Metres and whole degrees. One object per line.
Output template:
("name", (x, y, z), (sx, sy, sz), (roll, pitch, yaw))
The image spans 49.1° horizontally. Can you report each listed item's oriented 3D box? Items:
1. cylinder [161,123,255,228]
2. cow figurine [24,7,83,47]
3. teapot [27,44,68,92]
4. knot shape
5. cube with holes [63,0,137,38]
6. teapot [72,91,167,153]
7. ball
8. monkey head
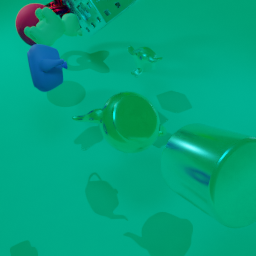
("cylinder", (1.119, 0.535, 3.549), (1.054, 1.054, 1.054), (-22, 18, -19))
("cow figurine", (-1.786, -2.425, 6.988), (0.680, 1.219, 1.239), (17, 76, 43))
("teapot", (-1.523, -1.171, 5.401), (0.716, 0.909, 1.462), (-12, 9, -18))
("knot shape", (-2.074, -4.506, 9.796), (1.965, 0.908, 1.839), (17, 82, 17))
("cube with holes", (-0.738, -3.286, 7.221), (1.149, 1.149, 1.149), (-45, 19, -22))
("teapot", (-0.076, -0.076, 5.026), (1.771, 0.867, 1.101), (12, 72, -20))
("ball", (-2.716, -3.074, 8.462), (1.259, 1.259, 1.259), (0, 48, 0))
("monkey head", (0.355, -1.659, 6.987), (1.034, 0.623, 0.744), (28, 59, 26))
